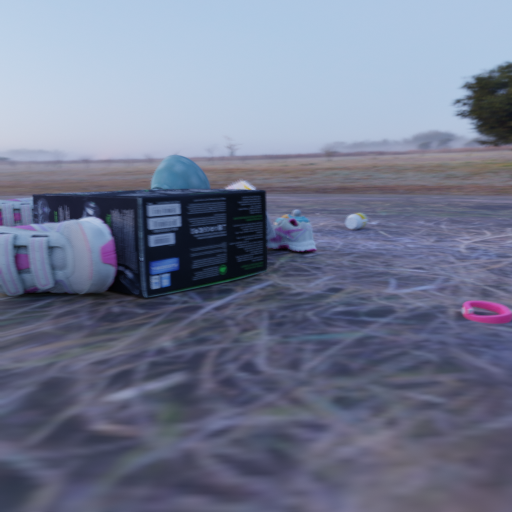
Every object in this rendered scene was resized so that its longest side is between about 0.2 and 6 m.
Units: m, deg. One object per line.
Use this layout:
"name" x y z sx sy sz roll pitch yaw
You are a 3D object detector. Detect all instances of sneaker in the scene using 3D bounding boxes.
"sneaker" -6.148 -0.961 14.371 2.569 1.045 1.133 -8 8 7
"sneaker" -2.793 0.082 7.083 2.475 1.007 1.092 -5 5 35
"sneaker" 0.610 -0.461 11.490 1.487 0.656 0.605 7 4 38

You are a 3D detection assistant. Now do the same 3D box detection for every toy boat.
"toy boat" 1.053 -0.992 15.805 1.008 0.557 1.200 1 8 14

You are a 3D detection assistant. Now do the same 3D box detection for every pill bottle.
"pill bottle" 2.871 -0.985 16.138 0.454 0.454 0.805 4 11 29

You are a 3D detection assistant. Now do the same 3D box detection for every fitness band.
"fitness band" 2.495 0.605 6.065 0.458 0.119 0.638 2 9 11

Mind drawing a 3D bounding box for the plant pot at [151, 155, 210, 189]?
"plant pot" -1.525 -1.219 10.462 1.113 1.113 0.746 5 42 34

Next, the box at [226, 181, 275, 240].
"box" -0.397 -0.822 11.466 1.041 0.938 1.850 -23 17 -5

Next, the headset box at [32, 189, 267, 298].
"headset box" -1.659 -0.348 8.515 2.809 1.303 2.446 6 11 39
